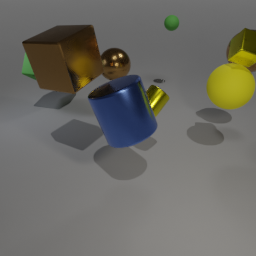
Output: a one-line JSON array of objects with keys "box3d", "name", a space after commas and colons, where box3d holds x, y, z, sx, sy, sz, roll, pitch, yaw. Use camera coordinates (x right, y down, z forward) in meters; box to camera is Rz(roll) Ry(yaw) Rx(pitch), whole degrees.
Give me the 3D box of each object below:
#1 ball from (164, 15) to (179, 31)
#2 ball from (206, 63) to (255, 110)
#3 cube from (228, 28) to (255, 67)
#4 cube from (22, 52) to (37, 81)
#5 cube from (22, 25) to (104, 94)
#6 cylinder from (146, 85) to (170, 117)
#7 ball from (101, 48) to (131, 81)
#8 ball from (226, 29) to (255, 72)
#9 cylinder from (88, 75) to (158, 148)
[{"box3d": [2.040, -4.903, 13.079, 0.700, 0.700, 0.700, 0, 29, 0], "name": "ball"}, {"box3d": [3.126, -1.266, 8.572, 1.400, 1.400, 1.400, 0, 29, 0], "name": "ball"}, {"box3d": [3.359, -2.254, 7.915, 0.700, 0.700, 0.700, 16, -13, -8], "name": "cube"}, {"box3d": [-3.420, -2.735, 11.932, 1.400, 1.400, 1.400, 9, -3, 14], "name": "cube"}, {"box3d": [-1.732, -1.938, 7.759, 1.400, 1.400, 1.400, 12, 41, 32], "name": "cube"}, {"box3d": [0.758, -0.801, 8.314, 0.700, 0.700, 0.700, -53, 44, -3], "name": "cylinder"}, {"box3d": [-0.577, -2.728, 12.048, 1.400, 1.400, 1.400, 0, 29, 0], "name": "ball"}, {"box3d": [4.024, -2.555, 9.369, 1.400, 1.400, 1.400, 0, 29, 0], "name": "ball"}, {"box3d": [-0.117, -0.437, 7.111, 1.400, 1.400, 1.400, -19, 22, 8], "name": "cylinder"}]
